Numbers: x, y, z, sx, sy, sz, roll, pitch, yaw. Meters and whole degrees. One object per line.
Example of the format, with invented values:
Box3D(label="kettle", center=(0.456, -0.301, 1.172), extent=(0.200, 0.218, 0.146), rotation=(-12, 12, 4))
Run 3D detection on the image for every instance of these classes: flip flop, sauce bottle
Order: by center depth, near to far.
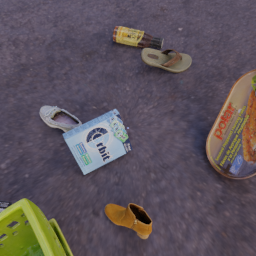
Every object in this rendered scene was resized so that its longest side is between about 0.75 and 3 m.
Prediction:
Box3D(label="flip flop", center=(1.457, -2.569, 10.193), extent=(2.027, 0.584, 0.822), rotation=(8, 69, -20))
Box3D(label="sauce bottle", center=(0.411, -3.617, 11.274), extent=(2.015, 0.665, 0.665), rotation=(12, 52, 6))

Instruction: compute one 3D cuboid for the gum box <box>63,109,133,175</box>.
Box3D(label="gum box", center=(-0.765, 0.383, 7.538), extent=(1.540, 1.308, 0.343), rotation=(-27, 35, -8))

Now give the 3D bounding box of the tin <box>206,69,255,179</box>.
Box3D(label="tin", center=(3.184, -0.085, 7.309), extent=(1.658, 2.960, 0.620), rotation=(33, 17, 34))

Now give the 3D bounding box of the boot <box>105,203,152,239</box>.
Box3D(label="boot", center=(-0.002, 2.000, 6.581), extent=(1.362, 0.975, 0.479), rotation=(29, 52, 24))

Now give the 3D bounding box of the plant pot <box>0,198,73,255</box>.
Box3D(label="plant pot", center=(-1.961, 2.661, 5.304), extent=(1.760, 1.597, 1.751), rotation=(-35, 60, -6))

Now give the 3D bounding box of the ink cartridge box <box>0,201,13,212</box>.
Box3D(label="ink cartridge box", center=(-3.430, 1.915, 6.092), extent=(1.341, 1.357, 0.319), rotation=(20, 44, -36))

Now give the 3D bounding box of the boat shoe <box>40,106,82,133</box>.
Box3D(label="boat shoe", center=(-2.069, -0.305, 8.678), extent=(1.800, 0.577, 0.663), rotation=(31, 57, 27))
